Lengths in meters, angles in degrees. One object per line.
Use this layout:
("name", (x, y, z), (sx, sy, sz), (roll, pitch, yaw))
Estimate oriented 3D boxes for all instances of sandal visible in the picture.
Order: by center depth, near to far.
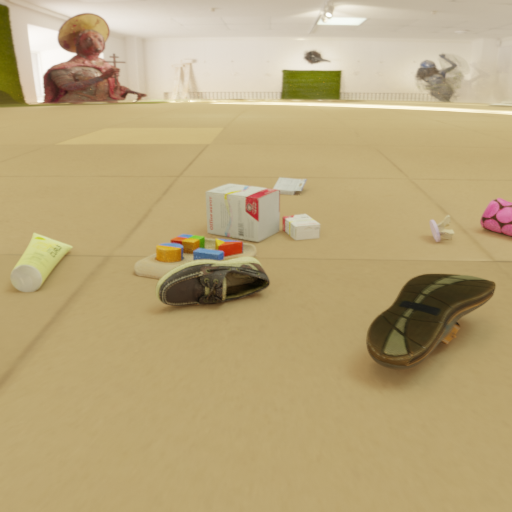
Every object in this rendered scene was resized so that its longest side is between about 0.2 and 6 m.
("sandal", (2.488, 0.955, 7.966), (1.125, 0.752, 2.754), (14, 32, 35))

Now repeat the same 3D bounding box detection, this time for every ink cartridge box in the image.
("ink cartridge box", (-0.306, -1.016, 12.827), (1.413, 1.027, 1.022), (11, 23, 28))
("ink cartridge box", (1.025, -0.659, 12.847), (0.612, 0.352, 0.843), (-6, 21, -16))
("ink cartridge box", (1.016, -2.073, 16.742), (0.878, 0.178, 0.877), (6, 33, 16))

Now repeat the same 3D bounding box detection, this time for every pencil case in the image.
("pencil case", (5.994, -0.810, 12.567), (0.803, 0.829, 1.769), (-6, 19, -43))

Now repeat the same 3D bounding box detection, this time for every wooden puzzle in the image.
("wooden puzzle", (-1.148, -0.043, 11.029), (1.823, 0.456, 1.968), (8, 22, 20))

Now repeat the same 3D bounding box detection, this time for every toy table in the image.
("toy table", (4.125, -0.596, 12.427), (0.388, 0.610, 0.663), (-12, 42, 9))

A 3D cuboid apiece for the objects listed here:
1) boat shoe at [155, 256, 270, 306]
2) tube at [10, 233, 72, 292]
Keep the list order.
("boat shoe", (-0.672, 0.448, 9.285), (1.961, 0.718, 0.636), (-15, 32, -26))
("tube", (-4.119, 0.024, 10.696), (0.550, 0.615, 2.120), (-25, 20, 3))
